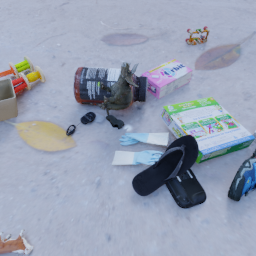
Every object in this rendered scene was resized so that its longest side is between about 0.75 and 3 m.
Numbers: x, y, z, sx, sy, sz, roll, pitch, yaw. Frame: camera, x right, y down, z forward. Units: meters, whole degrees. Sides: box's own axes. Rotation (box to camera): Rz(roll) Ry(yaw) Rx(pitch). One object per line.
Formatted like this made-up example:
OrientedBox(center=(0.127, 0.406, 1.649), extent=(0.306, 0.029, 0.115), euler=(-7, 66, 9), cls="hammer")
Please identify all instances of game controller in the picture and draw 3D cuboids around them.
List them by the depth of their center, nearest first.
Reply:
OrientedBox(center=(1.707, 1.664, 9.265), extent=(1.079, 0.436, 2.068), euler=(-6, 46, -26), cls="game controller")

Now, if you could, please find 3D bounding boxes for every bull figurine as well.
OrientedBox(center=(-3.159, 3.213, 7.798), extent=(1.059, 0.345, 0.643), euler=(-3, 46, -4), cls="bull figurine")

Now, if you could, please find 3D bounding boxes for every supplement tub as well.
OrientedBox(center=(-0.660, -1.667, 11.511), extent=(2.905, 1.554, 1.554), euler=(5, 47, 3), cls="supplement tub")

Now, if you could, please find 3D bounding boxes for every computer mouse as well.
OrientedBox(center=(-1.851, -0.151, 11.033), extent=(1.456, 0.248, 0.427), euler=(-39, 67, -23), cls="computer mouse")

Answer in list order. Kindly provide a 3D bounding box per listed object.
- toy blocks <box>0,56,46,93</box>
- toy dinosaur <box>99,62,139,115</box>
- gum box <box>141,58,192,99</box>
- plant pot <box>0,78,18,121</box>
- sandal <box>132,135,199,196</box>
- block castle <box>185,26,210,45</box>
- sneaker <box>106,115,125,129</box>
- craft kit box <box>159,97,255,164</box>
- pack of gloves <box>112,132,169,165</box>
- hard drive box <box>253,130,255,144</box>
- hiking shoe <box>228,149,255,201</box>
OrientedBox(center=(-5.142, -2.211, 12.491), extent=(2.261, 0.821, 1.884), euler=(-33, 56, -27), cls="toy blocks")
OrientedBox(center=(-0.324, -1.080, 10.250), extent=(1.345, 2.629, 1.012), euler=(-7, 50, -15), cls="toy dinosaur")
OrientedBox(center=(1.691, -2.226, 12.574), extent=(2.105, 0.696, 1.195), euler=(-30, 55, -25), cls="gum box")
OrientedBox(center=(-5.080, -1.014, 11.148), extent=(1.319, 1.169, 1.320), euler=(-18, 51, -16), cls="plant pot")
OrientedBox(center=(1.256, 1.212, 8.818), extent=(2.577, 0.552, 0.980), euler=(-42, 71, -5), cls="sandal")
OrientedBox(center=(3.722, -4.990, 15.079), extent=(1.202, 0.803, 0.564), euler=(-12, 47, -13), cls="block castle")
OrientedBox(center=(-0.563, -0.231, 11.021), extent=(0.841, 0.319, 0.382), euler=(25, 58, 24), cls="sneaker")
OrientedBox(center=(2.858, -0.046, 10.332), extent=(2.542, 0.617, 2.510), euler=(-12, 51, -26), cls="craft kit box")
OrientedBox(center=(0.429, 0.629, 9.912), extent=(1.863, 0.368, 1.565), euler=(-2, 42, 17), cls="pack of gloves")
OrientedBox(center=(5.449, 0.301, 10.355), extent=(1.384, 0.531, 1.078), euler=(28, 53, 24), cls="hard drive box")
OrientedBox(center=(4.197, 1.501, 8.949), extent=(1.126, 0.967, 2.598), euler=(34, 56, 29), cls="hiking shoe")
